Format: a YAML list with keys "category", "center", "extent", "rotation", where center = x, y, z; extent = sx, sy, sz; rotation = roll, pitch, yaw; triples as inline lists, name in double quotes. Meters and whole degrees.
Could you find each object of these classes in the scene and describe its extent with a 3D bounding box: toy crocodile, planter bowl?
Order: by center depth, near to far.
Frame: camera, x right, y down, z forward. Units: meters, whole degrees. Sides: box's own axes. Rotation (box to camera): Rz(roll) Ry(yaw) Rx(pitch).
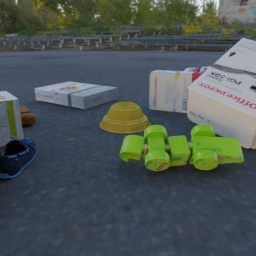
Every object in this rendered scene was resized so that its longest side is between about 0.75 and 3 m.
- category: "toy crocodile"
  center: [1.182, 0.517, 6.295]
  extent: [2.750, 0.849, 0.928]
  rotation: [0, 52, -1]
- category: "planter bowl"
  center: [-0.089, -0.431, 9.146]
  extent: [1.701, 0.708, 1.701]
  rotation: [1, 19, 0]

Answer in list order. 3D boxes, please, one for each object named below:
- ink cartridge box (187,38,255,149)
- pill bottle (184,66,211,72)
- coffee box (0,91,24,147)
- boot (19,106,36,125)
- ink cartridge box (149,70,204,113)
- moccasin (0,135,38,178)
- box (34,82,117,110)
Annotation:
- category: "ink cartridge box"
  center: [3.360, -1.108, 7.887]
  extent: [2.142, 1.209, 2.918]
  rotation: [31, 60, 34]
- category: "pill bottle"
  center: [3.710, -1.922, 11.907]
  extent: [2.591, 1.455, 1.455]
  rotation: [2, 17, 31]
- category: "coffee box"
  center: [-3.734, -0.234, 7.693]
  extent: [1.241, 1.255, 1.253]
  rotation: [-14, 23, -34]
- category: "boot"
  center: [-4.750, -0.576, 9.242]
  extent: [2.735, 0.936, 2.574]
  rotation: [-13, 23, -36]
- category: "ink cartridge box"
  center: [1.933, -1.427, 10.813]
  extent: [2.061, 1.502, 0.854]
  rotation: [8, 20, 22]
- category: "moccasin"
  center: [-2.508, 0.535, 6.483]
  extent: [0.694, 0.588, 1.725]
  rotation: [-2, 19, -7]
- category: "box"
  center: [-2.298, -1.527, 12.532]
  extent: [2.920, 0.601, 2.276]
  rotation: [11, 22, 32]
